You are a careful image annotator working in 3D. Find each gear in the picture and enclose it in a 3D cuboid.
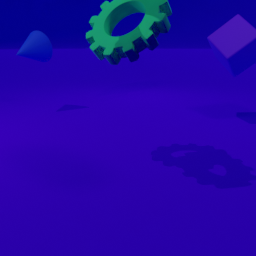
[{"bbox_3d":[-0.009,-1.767,4.762,1.474,1.474,0.273,11,-20,32],"label":"gear"}]

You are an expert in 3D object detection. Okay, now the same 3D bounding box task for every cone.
[{"bbox_3d":[-3.176,-2.484,8.986,1.046,1.046,1.050,9,32,27],"label":"cone"}]

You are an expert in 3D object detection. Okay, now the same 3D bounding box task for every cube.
[{"bbox_3d":[3.013,-2.264,7.794,1.014,1.014,1.014,35,23,-53],"label":"cube"}]
